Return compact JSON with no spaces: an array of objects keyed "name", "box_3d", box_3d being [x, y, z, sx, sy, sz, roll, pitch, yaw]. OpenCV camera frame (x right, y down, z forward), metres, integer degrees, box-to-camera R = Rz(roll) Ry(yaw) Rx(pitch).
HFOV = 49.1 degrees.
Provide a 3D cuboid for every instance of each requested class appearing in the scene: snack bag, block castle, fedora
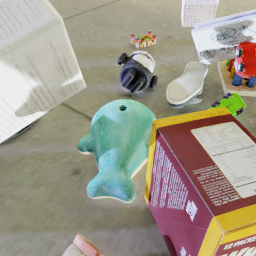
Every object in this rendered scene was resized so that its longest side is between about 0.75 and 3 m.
[{"name":"snack bag","box_3d":[3.380,-2.725,8.542,2.581,2.738,0.293,-9,78,18]},{"name":"block castle","box_3d":[0.690,-3.987,12.420,1.058,0.496,0.707,-16,43,-19]},{"name":"fedora","box_3d":[-3.841,-0.765,8.067,2.656,1.213,2.656,0,40,0]}]

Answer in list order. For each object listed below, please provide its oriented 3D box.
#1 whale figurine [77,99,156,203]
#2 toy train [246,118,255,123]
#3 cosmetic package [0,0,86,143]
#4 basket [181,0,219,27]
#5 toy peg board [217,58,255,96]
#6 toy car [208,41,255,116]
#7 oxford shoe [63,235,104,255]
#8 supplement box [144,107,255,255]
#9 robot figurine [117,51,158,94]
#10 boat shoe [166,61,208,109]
[{"name":"whale figurine","box_3d":[-0.178,0.375,6.576,2.162,1.410,2.718,7,42,8]},{"name":"toy train","box_3d":[3.750,0.015,7.859,0.871,0.369,0.504,12,55,14]},{"name":"cosmetic package","box_3d":[-2.604,-1.325,5.235,2.649,2.217,2.204,-35,73,-11]},{"name":"basket","box_3d":[2.239,-3.829,8.958,1.093,0.879,1.084,4,43,5]},{"name":"toy peg board","box_3d":[4.471,-2.151,9.804,2.216,1.084,2.207,4,40,6]},{"name":"toy car","box_3d":[3.388,-0.921,8.316,2.566,0.608,2.726,-32,82,-9]},{"name":"oxford shoe","box_3d":[-0.424,2.616,4.682,1.804,0.639,0.666,30,69,35]},{"name":"supplement box","box_3d":[1.425,1.249,4.902,1.487,2.208,2.239,-11,41,-15]},{"name":"robot figurine","box_3d":[0.333,-1.924,9.526,1.075,1.295,1.723,-5,37,23]},{"name":"boat shoe","box_3d":[1.898,-1.271,8.960,1.010,0.834,2.697,12,39,18]}]
